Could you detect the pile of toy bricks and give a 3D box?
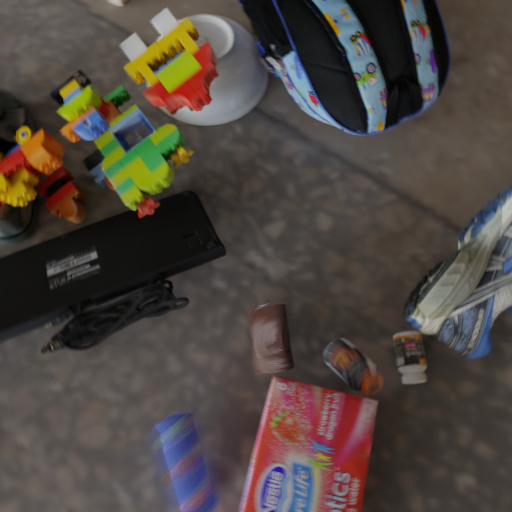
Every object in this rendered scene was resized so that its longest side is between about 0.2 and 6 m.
[{"bbox_3d":[-2.003,-1.543,8.628,3.940,2.186,1.945,-37,73,3],"label":"pile of toy bricks"}]

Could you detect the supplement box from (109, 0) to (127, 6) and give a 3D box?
[{"bbox_3d":[-2.768,-5.529,11.174,0.313,0.852,0.537,26,71,13],"label":"supplement box"}]

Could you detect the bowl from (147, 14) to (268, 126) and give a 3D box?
[{"bbox_3d":[-0.927,-3.645,10.296,2.317,1.041,2.317,0,67,-1],"label":"bowl"}]

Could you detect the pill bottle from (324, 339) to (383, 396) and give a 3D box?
[{"bbox_3d":[1.373,1.568,7.830,0.465,0.465,0.875,-34,38,-13],"label":"pill bottle"}]

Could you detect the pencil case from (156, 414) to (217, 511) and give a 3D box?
[{"bbox_3d":[-0.952,2.907,7.774,0.539,0.600,1.381,-22,75,12],"label":"pencil case"}]

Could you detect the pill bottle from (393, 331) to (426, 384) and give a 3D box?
[{"bbox_3d":[2.335,1.541,8.463,0.431,0.431,0.740,-4,70,-2],"label":"pill bottle"}]

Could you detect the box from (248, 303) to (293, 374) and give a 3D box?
[{"bbox_3d":[0.214,1.221,8.308,0.495,0.371,0.989,-10,82,20],"label":"box"}]

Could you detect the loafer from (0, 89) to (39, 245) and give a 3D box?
[{"bbox_3d":[-4.299,-1.725,9.536,1.097,0.960,3.053,-14,68,-6],"label":"loafer"}]

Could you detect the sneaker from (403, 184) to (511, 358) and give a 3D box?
[{"bbox_3d":[3.912,0.088,8.756,1.537,1.390,3.608,42,81,5],"label":"sneaker"}]

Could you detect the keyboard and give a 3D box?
[{"bbox_3d":[-2.720,0.591,8.871,4.591,0.910,2.389,-21,46,-7],"label":"keyboard"}]

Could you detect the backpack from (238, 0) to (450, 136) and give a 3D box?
[{"bbox_3d":[1.591,-3.805,9.662,3.088,2.275,3.382,-30,104,-15],"label":"backpack"}]

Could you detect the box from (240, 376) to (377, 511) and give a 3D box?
[{"bbox_3d":[0.558,3.187,7.275,1.427,1.367,2.863,13,68,5],"label":"box"}]
